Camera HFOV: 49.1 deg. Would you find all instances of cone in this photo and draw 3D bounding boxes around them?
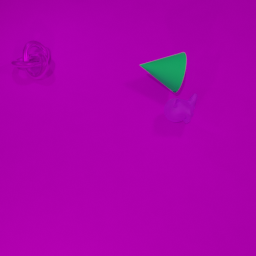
[{"bbox_3d":[0.979,-1.824,8.661,1.265,1.260,1.260,10,65,-7],"label":"cone"}]

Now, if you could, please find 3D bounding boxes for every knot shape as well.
[{"bbox_3d":[-3.426,-2.335,9.728,1.320,0.652,1.411,-10,65,-5],"label":"knot shape"}]

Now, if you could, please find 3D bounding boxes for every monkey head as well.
[{"bbox_3d":[1.576,-0.662,8.436,0.875,1.453,1.045,23,83,2],"label":"monkey head"}]
